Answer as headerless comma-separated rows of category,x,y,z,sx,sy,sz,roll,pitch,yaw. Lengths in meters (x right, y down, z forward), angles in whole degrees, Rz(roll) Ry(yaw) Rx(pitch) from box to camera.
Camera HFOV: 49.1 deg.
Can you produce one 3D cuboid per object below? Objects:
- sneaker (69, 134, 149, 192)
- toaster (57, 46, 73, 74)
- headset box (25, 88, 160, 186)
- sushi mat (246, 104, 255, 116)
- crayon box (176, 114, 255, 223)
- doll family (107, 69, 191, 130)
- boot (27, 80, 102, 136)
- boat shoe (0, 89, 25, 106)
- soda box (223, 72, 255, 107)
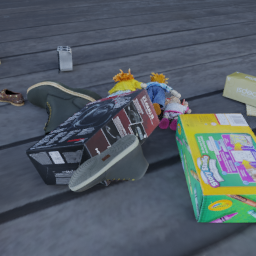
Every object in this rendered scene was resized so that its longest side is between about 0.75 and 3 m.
sneaker,-0.157,0.459,2.780,0.808,0.429,0.302,-34,30,-9
toaster,-2.526,-2.734,11.182,0.566,0.955,0.863,-3,28,-10
headset box,-0.653,0.115,6.429,1.952,1.013,2.623,-9,24,38
sushi mat,4.476,-0.497,8.689,1.546,0.094,0.739,9,35,12
crayon box,2.129,0.731,6.341,1.660,0.814,2.796,0,36,0
doll family,0.476,-1.030,8.376,2.907,1.310,1.804,6,36,9
boot,-2.211,-0.434,7.980,2.582,1.000,1.786,8,47,24
boat shoe,-3.934,-1.079,9.216,1.239,0.436,0.436,13,39,19
soda box,4.199,-1.110,8.863,2.189,0.741,0.701,28,39,36
